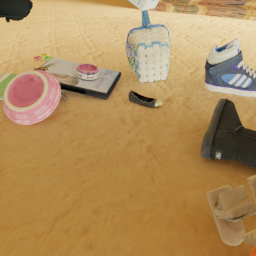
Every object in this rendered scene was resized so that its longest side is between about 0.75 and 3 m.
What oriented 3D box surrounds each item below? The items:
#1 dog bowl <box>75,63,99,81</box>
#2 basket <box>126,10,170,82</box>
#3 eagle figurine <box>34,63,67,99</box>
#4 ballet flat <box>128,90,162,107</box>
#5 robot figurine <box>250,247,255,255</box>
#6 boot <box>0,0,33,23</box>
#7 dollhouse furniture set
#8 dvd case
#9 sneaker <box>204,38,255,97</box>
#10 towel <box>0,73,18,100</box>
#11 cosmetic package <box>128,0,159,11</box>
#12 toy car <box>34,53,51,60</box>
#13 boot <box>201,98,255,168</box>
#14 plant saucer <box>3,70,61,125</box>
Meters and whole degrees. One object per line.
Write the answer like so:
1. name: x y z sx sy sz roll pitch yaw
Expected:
1. dog bowl: -1.504 -2.116 10.454 0.901 0.332 0.901 6 35 -4
2. basket: 0.796 -3.226 11.177 1.757 2.228 2.526 -4 45 3
3. eagle figurine: -2.699 -1.410 9.310 0.980 1.291 0.974 -18 12 -2
4. ballet flat: 0.548 -0.967 9.395 1.231 0.350 0.409 16 36 24
5. robot figurine: 2.121 2.264 3.665 1.097 1.353 1.880 34 39 1
6. boot: -3.118 -3.133 6.785 1.606 0.725 1.960 -4 5 -44
7. dollhouse furniture set: 3.159 1.445 4.093 2.796 1.820 2.569 -14 -8 -17
8. dvd case: -1.925 -1.952 10.638 2.999 0.263 2.140 13 34 5
9. sneaker: 4.024 -2.185 9.894 2.530 1.852 1.019 7 33 10
10. towel: -3.773 -1.449 10.224 2.624 0.307 2.002 5 33 5
11. cosmetic package: 0.362 -4.943 9.778 1.478 0.908 1.473 39 34 3
12. toy car: -3.954 -3.314 13.233 0.709 0.168 0.753 17 37 24
13. boot: 3.448 0.246 6.934 2.747 0.902 2.264 11 45 25
14. plant saucer: -3.002 -1.030 8.513 1.868 0.473 1.868 -4 65 10
